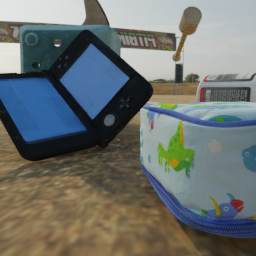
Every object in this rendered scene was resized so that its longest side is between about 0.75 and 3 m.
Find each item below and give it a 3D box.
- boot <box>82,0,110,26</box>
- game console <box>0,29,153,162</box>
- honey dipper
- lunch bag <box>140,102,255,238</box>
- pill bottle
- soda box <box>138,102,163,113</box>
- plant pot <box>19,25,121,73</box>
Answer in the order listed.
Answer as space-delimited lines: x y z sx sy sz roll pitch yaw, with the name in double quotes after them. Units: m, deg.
-1.727 -3.520 10.975 2.161 2.956 1.038 -31 15 -17 "boot"
-1.207 -0.840 5.302 2.518 2.215 1.466 48 9 31 "game console"
1.616 -2.554 8.225 0.501 0.501 2.639 0 -12 1 "honey dipper"
1.458 0.200 2.935 2.540 1.047 2.042 -2 10 -13 "lunch bag"
4.161 -1.140 10.146 2.923 1.665 1.665 8 11 43 "pill bottle"
0.865 -0.872 12.272 0.493 0.528 1.550 -5 10 -29 "soda box"
-1.643 -1.551 7.974 2.872 2.880 2.934 0 4 -1 "plant pot"
